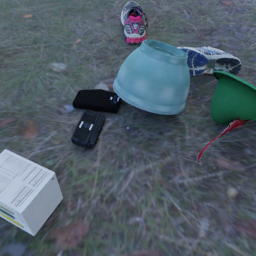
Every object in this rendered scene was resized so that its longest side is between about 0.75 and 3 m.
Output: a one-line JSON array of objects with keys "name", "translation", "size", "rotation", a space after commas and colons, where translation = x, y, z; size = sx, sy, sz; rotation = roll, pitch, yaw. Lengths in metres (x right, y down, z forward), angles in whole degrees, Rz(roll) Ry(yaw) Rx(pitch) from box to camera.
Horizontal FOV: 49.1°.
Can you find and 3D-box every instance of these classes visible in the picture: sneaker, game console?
[{"name": "sneaker", "translation": [0.309, -4.511, 11.357], "size": [1.115, 1.032, 2.765], "rotation": [-3, 45, -3]}, {"name": "sneaker", "translation": [2.501, -2.286, 9.443], "size": [2.399, 0.924, 1.022], "rotation": [12, 37, 2]}, {"name": "game console", "translation": [-1.033, -0.357, 7.869], "size": [1.334, 0.273, 2.262], "rotation": [9, 45, 9]}]

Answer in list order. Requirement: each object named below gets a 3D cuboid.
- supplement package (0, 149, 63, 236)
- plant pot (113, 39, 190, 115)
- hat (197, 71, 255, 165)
[{"name": "supplement package", "translation": [-2.224, 1.302, 5.734], "size": [1.316, 0.999, 0.991], "rotation": [20, 49, 19]}, {"name": "plant pot", "translation": [0.808, -1.537, 7.726], "size": [2.147, 1.439, 2.147], "rotation": [14, 30, -9]}, {"name": "hat", "translation": [2.579, -0.139, 7.584], "size": [2.485, 2.187, 2.058], "rotation": [24, 11, -37]}]
